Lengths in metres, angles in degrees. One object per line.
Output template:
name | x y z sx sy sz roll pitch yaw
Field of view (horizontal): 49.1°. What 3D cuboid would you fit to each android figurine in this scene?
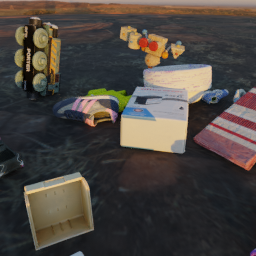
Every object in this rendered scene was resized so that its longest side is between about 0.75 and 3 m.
android figurine | -0.761 -0.950 9.958 2.069 0.425 1.884 -15 31 -30

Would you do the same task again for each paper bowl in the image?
paper bowl | 1.759 -1.560 9.989 2.368 1.232 2.368 -6 16 2

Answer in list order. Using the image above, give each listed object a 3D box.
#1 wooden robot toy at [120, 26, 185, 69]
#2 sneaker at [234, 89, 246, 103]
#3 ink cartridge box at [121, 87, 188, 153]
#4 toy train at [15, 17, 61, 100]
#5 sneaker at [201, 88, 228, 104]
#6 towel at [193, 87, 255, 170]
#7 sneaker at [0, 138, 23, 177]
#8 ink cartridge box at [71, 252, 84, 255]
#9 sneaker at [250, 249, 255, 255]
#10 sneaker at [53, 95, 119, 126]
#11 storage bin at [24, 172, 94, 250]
wooden robot toy | 0.698 -2.577 9.547 2.508 1.138 1.105 26 36 22
sneaker | 4.358 -0.831 8.239 0.983 0.991 2.734 -24 15 -34
ink cartridge box | 0.858 -0.351 8.115 1.695 0.978 2.337 5 27 10
toy train | -3.289 -2.556 10.569 1.253 2.941 1.676 12 15 22
sneaker | 3.264 -1.151 10.422 1.252 0.474 0.482 -14 52 -24
towel | 3.168 -0.115 7.237 2.493 0.284 1.796 -38 34 -12
sneaker | -3.499 0.353 6.673 2.439 1.053 0.980 19 34 31
ink cartridge box | -1.078 2.462 2.659 2.151 0.900 1.560 -16 31 -29
sneaker | 2.377 1.670 4.497 1.115 0.709 1.956 -6 27 -4
sneaker | -1.353 -0.462 8.725 2.163 0.759 0.887 -8 57 9
storage bin | -1.165 1.372 4.757 0.998 0.991 0.468 -12 26 -22
